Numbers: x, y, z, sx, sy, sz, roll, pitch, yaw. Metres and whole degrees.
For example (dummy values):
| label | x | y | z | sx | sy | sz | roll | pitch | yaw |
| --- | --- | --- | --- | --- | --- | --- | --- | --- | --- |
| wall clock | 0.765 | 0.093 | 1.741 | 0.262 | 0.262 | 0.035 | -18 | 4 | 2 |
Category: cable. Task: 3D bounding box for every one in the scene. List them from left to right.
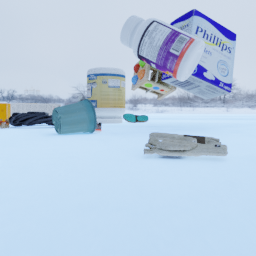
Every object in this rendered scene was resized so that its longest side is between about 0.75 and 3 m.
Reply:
| label | x | y | z | sx | sy | sz | roll | pitch | yaw |
| --- | --- | --- | --- | --- | --- | --- | --- | --- | --- |
| cable | -3.809 | -0.315 | 12.333 | 2.306 | 0.718 | 2.826 | 8 | 5 | 27 |

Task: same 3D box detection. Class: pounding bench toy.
| label | x | y | z | sx | sy | sz | roll | pitch | yaw |
| --- | --- | --- | --- | --- | --- | --- | --- | --- | --- |
| pounding bench toy | 1.328 | -2.488 | 12.511 | 1.770 | 1.410 | 2.270 | 17 | -21 | -22 |

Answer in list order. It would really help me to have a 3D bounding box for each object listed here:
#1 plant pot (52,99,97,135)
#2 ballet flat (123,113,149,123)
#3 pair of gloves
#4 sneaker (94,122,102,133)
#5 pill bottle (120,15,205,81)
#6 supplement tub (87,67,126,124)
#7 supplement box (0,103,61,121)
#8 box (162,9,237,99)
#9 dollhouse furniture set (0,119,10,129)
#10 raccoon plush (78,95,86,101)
| label | x | y | z | sx | sy | sz | roll | pitch | yaw |
| --- | --- | --- | --- | --- | --- | --- | --- | --- | --- |
| plant pot | -1.687 | -0.290 | 8.636 | 1.085 | 1.107 | 1.107 | -12 | 9 | -32 |
| ballet flat | 0.383 | -0.525 | 16.220 | 1.643 | 0.557 | 0.594 | -1 | -16 | -23 |
| pair of gloves | 0.982 | 0.306 | 4.879 | 1.328 | 0.274 | 1.562 | 4 | 6 | 10 |
| sneaker | -1.240 | -0.113 | 8.974 | 0.386 | 0.410 | 1.001 | 10 | -2 | 40 |
| pill bottle | 1.018 | -2.625 | 8.909 | 2.476 | 1.380 | 1.380 | 33 | 15 | 18 |
| supplement tub | -1.176 | -1.702 | 15.197 | 2.105 | 2.911 | 2.105 | 0 | 3 | 0 |
| supplement box | -5.512 | -0.846 | 15.815 | 2.972 | 1.093 | 1.873 | -3 | 6 | -36 |
| box | 2.875 | -2.833 | 11.144 | 2.459 | 2.674 | 1.403 | 16 | -15 | -28 |
| dollhouse furniture set | -5.380 | -0.244 | 11.100 | 1.041 | 0.542 | 1.052 | 0 | 4 | 5 |
| raccoon plush | -2.169 | -1.561 | 19.994 | 1.234 | 2.551 | 1.709 | -44 | -9 | 11 |
